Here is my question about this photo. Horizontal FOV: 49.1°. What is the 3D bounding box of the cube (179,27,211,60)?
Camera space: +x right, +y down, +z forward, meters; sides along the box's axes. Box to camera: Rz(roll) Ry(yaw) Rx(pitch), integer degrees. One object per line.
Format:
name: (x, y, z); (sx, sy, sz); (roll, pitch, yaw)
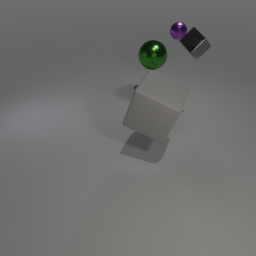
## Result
cube: (2.383, -2.983, 9.927); (0.700, 0.700, 0.700); (15, 36, -58)

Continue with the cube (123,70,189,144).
cube: (0.861, -0.667, 8.625); (1.400, 1.400, 1.400); (26, 42, 5)

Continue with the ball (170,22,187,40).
ball: (2.051, -3.943, 11.376); (0.700, 0.700, 0.700); (0, 30, 0)

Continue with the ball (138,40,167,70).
ball: (1.191, -3.504, 13.477); (1.400, 1.400, 1.400); (0, 30, 0)
